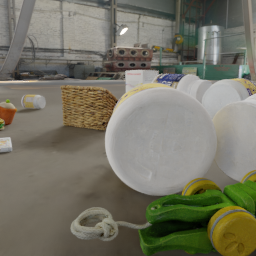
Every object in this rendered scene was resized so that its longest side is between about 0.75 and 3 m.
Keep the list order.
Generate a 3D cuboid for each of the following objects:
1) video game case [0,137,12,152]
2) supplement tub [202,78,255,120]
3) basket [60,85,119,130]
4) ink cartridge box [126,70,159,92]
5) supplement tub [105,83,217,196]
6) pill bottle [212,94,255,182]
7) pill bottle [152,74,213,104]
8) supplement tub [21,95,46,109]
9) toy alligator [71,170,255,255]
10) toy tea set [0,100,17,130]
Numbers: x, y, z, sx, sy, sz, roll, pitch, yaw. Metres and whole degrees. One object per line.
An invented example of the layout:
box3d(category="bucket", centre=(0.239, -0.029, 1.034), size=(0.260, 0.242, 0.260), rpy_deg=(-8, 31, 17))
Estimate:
box3d(category="video game case", centre=(-3.075, 0.395, 6.211), size=(0.903, 0.114, 0.992), rpy_deg=(-6, 13, -24))
box3d(category="supplement tub", centre=(3.379, -0.888, 9.158), size=(1.431, 1.431, 1.968), rpy_deg=(9, 15, 37))
box3d(category="basket", centre=(-1.072, -0.700, 8.643), size=(1.706, 1.271, 1.218), rpy_deg=(6, 13, 30))
box3d(category="ink cartridge box", centre=(0.717, -2.093, 14.255), size=(1.219, 1.685, 1.240), rpy_deg=(-11, 16, -43))
box3d(category="supplement tub", centre=(0.441, 0.028, 4.589), size=(1.501, 1.501, 2.064), rpy_deg=(0, 11, 0))
box3d(category="pill bottle", centre=(2.557, 0.082, 4.524), size=(2.431, 1.408, 1.408), rpy_deg=(-8, 14, -33))
box3d(category="pill bottle", centre=(2.346, -1.602, 12.337), size=(1.514, 1.514, 2.726), rpy_deg=(-8, 14, -34))
box3d(category="supplement tub", centre=(-4.153, -1.149, 12.337), size=(0.869, 0.632, 0.632), rpy_deg=(4, 12, 17))
box3d(category="toy alligator", centre=(0.783, 0.908, 2.687), size=(2.570, 0.617, 0.852), rpy_deg=(-7, 13, -7))
box3d(category="toy tea set", centre=(-4.076, -0.477, 8.249), size=(1.224, 0.762, 2.059), rpy_deg=(14, 10, -12))
